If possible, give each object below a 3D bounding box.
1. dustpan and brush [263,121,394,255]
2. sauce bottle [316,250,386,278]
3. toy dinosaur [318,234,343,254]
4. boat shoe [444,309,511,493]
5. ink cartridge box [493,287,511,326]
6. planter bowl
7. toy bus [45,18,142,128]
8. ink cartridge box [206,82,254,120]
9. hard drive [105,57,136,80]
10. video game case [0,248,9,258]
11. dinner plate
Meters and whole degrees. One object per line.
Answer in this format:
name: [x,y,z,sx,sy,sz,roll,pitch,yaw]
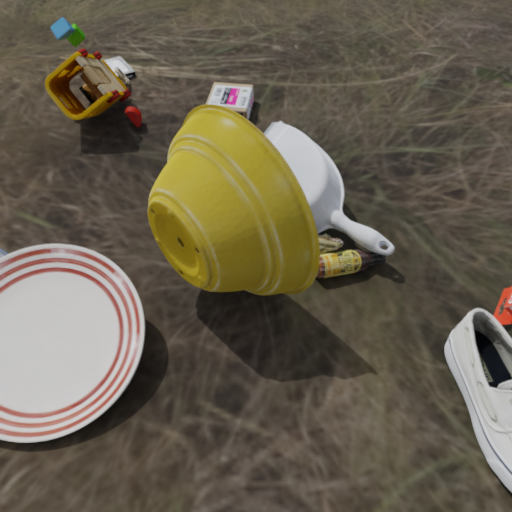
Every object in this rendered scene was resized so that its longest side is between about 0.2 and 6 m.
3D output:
dustpan and brush: [1.003,-0.910,9.963,3.255,0.932,2.272,31,80,37]
sauce bottle: [1.590,0.097,9.563,1.262,0.417,0.417,-11,48,-13]
toy dinosaur: [0.070,-0.294,9.252,2.741,0.650,1.208,20,35,-5]
boat shoe: [3.467,1.954,7.487,1.012,0.924,2.811,-3,47,-7]
ink cartridge box: [3.978,0.493,7.983,0.396,1.571,0.856,43,59,-12]
planter bowl: [-0.656,-0.467,8.209,1.323,3.176,3.176,-33,55,-27]
toy bus: [-3.736,-3.709,12.459,1.256,2.430,2.293,-35,58,9]
ink cartridge box: [-0.604,-3.493,12.870,0.966,0.440,1.173,5,46,6]
hard drive: [-3.544,-4.722,14.188,0.655,0.177,0.937,-25,51,-22]
video game case: [-4.124,0.703,9.015,1.987,0.188,1.419,30,56,16]
dinner plate: [-3.073,1.199,8.155,2.928,0.355,2.928,0,67,0]
